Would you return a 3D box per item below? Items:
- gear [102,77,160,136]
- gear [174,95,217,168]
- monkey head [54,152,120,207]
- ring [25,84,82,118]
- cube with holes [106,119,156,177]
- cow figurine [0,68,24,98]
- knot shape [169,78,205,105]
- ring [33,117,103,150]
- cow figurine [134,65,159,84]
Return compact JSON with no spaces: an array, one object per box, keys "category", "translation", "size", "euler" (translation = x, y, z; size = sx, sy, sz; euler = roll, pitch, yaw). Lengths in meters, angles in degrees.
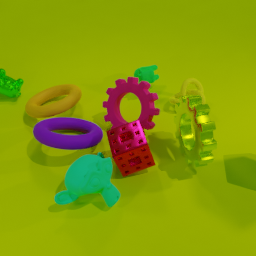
[{"category":"gear","translation":[0.058,-0.574,8.034],"size":[1.730,1.730,0.320],"euler":[28,19,27]},{"category":"gear","translation":[1.660,0.076,7.146],"size":[0.336,1.816,1.816],"euler":[-9,43,-10]},{"category":"monkey head","translation":[-0.813,1.258,6.542],"size":[1.047,1.249,1.737],"euler":[-13,24,46]},{"category":"ring","translation":[-2.369,-0.889,8.940],"size":[1.845,0.369,1.845],"euler":[-12,31,7]},{"category":"cube with holes","translation":[0.072,0.511,7.116],"size":[0.890,0.890,0.890],"euler":[-21,46,3]},{"category":"cow figurine","translation":[-4.404,-1.409,9.613],"size":[1.430,1.407,0.785],"euler":[26,53,-24]},{"category":"knot shape","translation":[1.894,-0.999,9.076],"size":[1.132,0.559,1.209],"euler":[-9,63,15]},{"category":"ring","translation":[-1.631,0.117,7.733],"size":[1.886,0.377,1.886],"euler":[7,18,-2]},{"category":"cow figurine","translation":[0.546,-1.812,9.685],"size":[1.194,0.666,1.213],"euler":[-25,22,-36]}]
